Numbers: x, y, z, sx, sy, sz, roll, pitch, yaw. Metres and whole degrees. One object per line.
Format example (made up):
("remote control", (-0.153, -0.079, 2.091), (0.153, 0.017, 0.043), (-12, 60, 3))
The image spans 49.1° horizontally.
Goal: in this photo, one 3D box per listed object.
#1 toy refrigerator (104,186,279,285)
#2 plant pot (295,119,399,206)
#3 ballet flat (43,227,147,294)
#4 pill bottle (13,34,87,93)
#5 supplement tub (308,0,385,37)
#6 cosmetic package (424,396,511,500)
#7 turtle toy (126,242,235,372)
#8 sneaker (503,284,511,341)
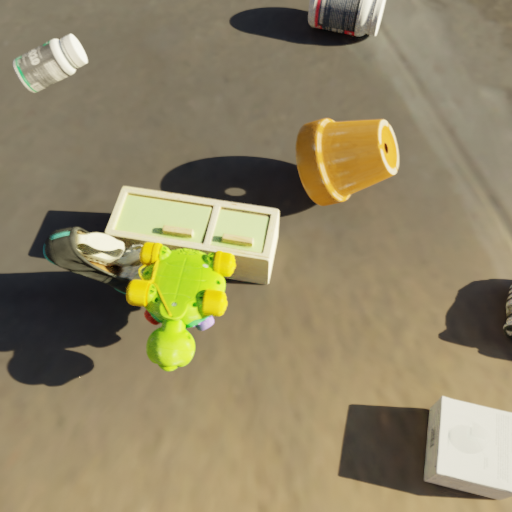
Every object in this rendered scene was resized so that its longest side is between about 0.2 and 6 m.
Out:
("toy refrigerator", (-0.949, -0.340, 8.666), (2.495, 0.873, 0.947), (10, 60, 5))
("plant pot", (1.488, -1.551, 8.754), (1.248, 1.363, 1.363), (-8, 53, 33))
("ballet flat", (-1.919, 0.098, 7.703), (0.681, 1.990, 0.677), (-27, 60, 28))
("pill bottle", (-2.846, -2.679, 7.775), (0.895, 0.506, 0.506), (-24, 61, 7))
("supplement tub", (1.840, -5.054, 11.385), (1.421, 0.997, 0.997), (15, 61, 9))
("cosmetic package", (2.746, 2.455, 7.158), (0.993, 0.611, 0.990), (12, 60, 7))
("turtle toy", (-1.010, 0.625, 7.376), (1.299, 0.901, 1.783), (8, 49, 2))
("sneaker", (4.718, 0.769, 8.047), (2.129, 0.803, 1.225), (12, 62, 10))
